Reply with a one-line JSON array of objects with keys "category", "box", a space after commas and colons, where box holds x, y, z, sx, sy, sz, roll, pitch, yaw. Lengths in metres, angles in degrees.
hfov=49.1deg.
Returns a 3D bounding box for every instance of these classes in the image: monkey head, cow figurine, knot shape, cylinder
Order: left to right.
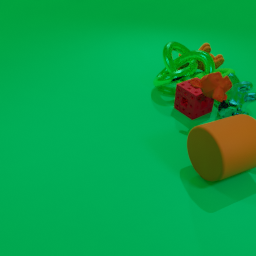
[{"category": "knot shape", "box": [1.965, -2.011, 9.498, 1.950, 0.963, 2.084, 20, 67, 25]}, {"category": "cow figurine", "box": [2.694, -2.507, 10.811, 1.548, 1.523, 0.850, 35, 31, -13]}, {"category": "monkey head", "box": [2.326, -1.032, 7.605, 1.252, 0.754, 0.900, 21, 65, -15]}, {"category": "cylinder", "box": [2.213, 0.437, 6.338, 1.272, 1.272, 1.272, -14, 39, -21]}, {"category": "cow figurine", "box": [3.136, -0.948, 8.620, 1.667, 0.915, 1.640, -56, 27, -16]}]

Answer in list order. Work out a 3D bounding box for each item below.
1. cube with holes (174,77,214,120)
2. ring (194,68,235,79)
[{"category": "cube with holes", "box": [2.047, -0.919, 8.624, 0.847, 0.847, 0.847, -22, 42, -26]}, {"category": "ring", "box": [3.065, -1.828, 9.962, 1.423, 0.285, 1.423, -13, 19, 4]}]
